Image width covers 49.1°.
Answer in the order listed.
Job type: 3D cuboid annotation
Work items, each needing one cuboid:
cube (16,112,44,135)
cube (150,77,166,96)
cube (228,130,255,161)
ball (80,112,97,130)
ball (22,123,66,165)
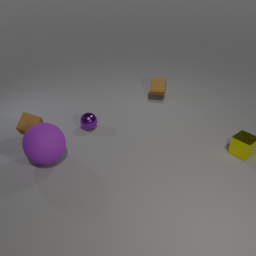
[{"bbox_3d":[-3.654,-0.086,10.507,0.700,0.700,0.700,17,71,-1],"label":"cube"},{"bbox_3d":[1.470,-1.992,13.571,0.700,0.700,0.700,5,-9,11],"label":"cube"},{"bbox_3d":[4.099,0.610,9.920,0.700,0.700,0.700,-25,40,-34],"label":"cube"},{"bbox_3d":[-1.587,-0.280,11.329,0.700,0.700,0.700,0,32,0],"label":"ball"},{"bbox_3d":[-2.787,0.522,9.356,1.400,1.400,1.400,0,32,0],"label":"ball"}]
